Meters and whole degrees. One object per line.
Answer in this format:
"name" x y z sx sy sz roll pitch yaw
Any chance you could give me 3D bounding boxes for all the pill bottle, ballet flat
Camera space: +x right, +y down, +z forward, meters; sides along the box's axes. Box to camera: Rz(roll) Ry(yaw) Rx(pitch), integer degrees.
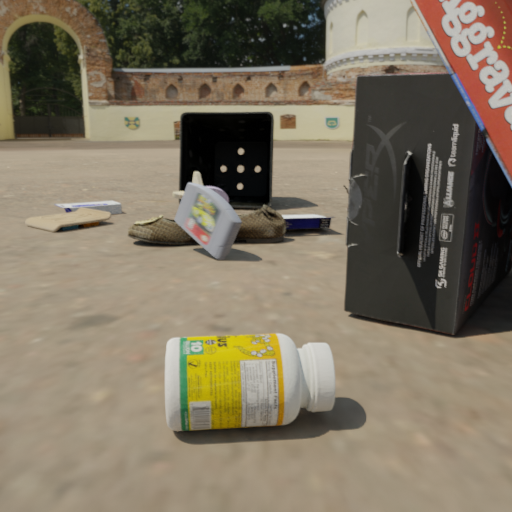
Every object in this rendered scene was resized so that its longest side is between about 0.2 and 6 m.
"pill bottle" -0.047 0.837 3.779 1.090 0.615 0.615 -1 13 -5
"ballet flat" -0.835 -0.547 9.626 2.712 0.629 0.914 -1 13 -3

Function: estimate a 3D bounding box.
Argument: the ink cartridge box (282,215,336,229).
"ink cartridge box" 0.770 -0.635 10.639 1.182 0.240 1.184 -2 6 -12

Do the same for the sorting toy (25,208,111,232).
"sorting toy" -3.766 -0.699 11.259 1.197 0.236 1.293 11 22 39

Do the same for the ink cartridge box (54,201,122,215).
"ink cartridge box" -3.781 -1.052 12.605 1.351 0.265 0.672 -6 15 -31

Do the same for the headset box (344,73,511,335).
"headset box" 2.118 -0.722 6.358 1.240 2.457 3.306 10 15 32

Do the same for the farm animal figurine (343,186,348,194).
"farm animal figurine" 2.725 -0.960 11.023 1.599 0.843 1.617 12 6 -39

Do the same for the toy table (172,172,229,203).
"toy table" -1.232 -1.267 12.281 1.089 1.001 0.638 5 24 -39

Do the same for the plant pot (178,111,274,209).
"plant pot" -0.584 -2.321 14.174 2.255 2.260 2.005 2 4 9

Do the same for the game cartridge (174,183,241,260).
"game cartridge" -0.748 -0.579 8.504 1.188 0.791 0.243 40 25 31

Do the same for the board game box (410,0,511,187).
"board game box" 3.530 -0.872 5.574 0.554 2.932 5.696 -34 -15 37
